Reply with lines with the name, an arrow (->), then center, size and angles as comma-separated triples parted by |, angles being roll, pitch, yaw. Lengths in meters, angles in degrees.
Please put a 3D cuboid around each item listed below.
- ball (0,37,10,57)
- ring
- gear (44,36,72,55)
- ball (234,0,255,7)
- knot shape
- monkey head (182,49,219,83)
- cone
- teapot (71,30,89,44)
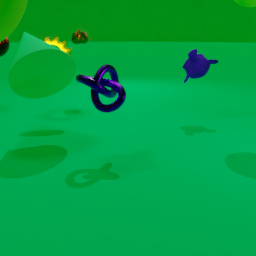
ball -> -4.178, -2.656, 8.734 | 0.899, 0.899, 0.899 | 0, 19, 0
ring -> -1.840, -1.566, 2.828 | 1.587, 1.587, 0.317 | -9, 24, -24
gear -> -2.338, -2.211, 8.535 | 1.234, 1.234, 0.228 | -3, -20, -10
ball -> 3.121, -3.646, 6.912 | 1.222, 1.222, 1.222 | 0, 19, 0
knot shape -> -0.610, -0.920, 6.053 | 1.076, 0.531, 1.149 | 17, 49, -24
monkey head -> 2.141, -1.974, 8.696 | 1.247, 0.751, 0.897 | -32, -20, 4
cone -> -2.397, -1.905, 7.124 | 1.643, 1.643, 1.649 | -13, 61, -33
teapot -> -1.841, -3.490, 10.741 | 0.663, 0.522, 1.066 | -4, 12, 9
